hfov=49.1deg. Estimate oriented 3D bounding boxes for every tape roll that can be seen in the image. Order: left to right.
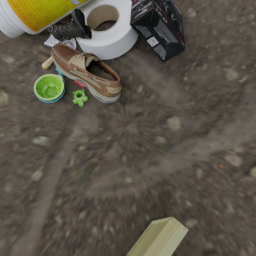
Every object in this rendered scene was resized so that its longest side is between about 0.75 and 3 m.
[{"bbox_3d":[-0.668,-3.117,8.531,2.020,0.707,2.020,-4,68,11],"label":"tape roll"}]

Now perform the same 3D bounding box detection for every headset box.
[{"bbox_3d":[0.867,-3.190,8.028,0.814,1.569,2.108,-24,43,33],"label":"headset box"}]

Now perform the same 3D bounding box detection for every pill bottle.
[{"bbox_3d":[-2.465,-3.785,7.995,2.907,1.588,1.588,-26,70,14],"label":"pill bottle"}]

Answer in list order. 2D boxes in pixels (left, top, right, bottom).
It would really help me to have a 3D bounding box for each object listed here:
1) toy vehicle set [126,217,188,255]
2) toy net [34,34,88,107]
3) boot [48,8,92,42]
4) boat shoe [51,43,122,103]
[{"bbox_3d":[-0.054,3.077,5.537,0.387,1.814,2.919,40,70,8],"label":"toy vehicle set"},{"bbox_3d":[-1.897,-2.001,8.388,1.496,0.551,2.852,-2,69,-1],"label":"toy net"},{"bbox_3d":[-1.646,-2.698,7.587,1.097,1.261,0.436,-1,75,10],"label":"boot"},{"bbox_3d":[-1.132,-1.749,7.922,2.474,0.888,0.937,36,51,10],"label":"boat shoe"}]
